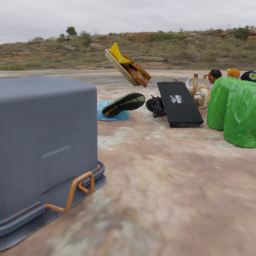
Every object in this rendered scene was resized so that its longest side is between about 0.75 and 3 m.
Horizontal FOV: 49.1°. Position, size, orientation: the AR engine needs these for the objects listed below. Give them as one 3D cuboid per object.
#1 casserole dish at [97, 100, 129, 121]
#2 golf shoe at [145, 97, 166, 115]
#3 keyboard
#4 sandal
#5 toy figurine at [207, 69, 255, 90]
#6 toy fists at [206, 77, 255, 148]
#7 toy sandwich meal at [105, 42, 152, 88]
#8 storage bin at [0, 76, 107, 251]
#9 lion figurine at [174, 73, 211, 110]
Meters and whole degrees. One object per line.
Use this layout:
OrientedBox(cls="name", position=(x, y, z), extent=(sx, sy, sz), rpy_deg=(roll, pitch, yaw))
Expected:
OrientedBox(cls="casserole dish", position=(-0.595, -0.663, 9.903), extent=(1.279, 0.410, 2.111), rpy_deg=(1, 14, -2))
OrientedBox(cls="golf shoe", position=(1.340, -0.771, 10.126), extent=(1.668, 0.648, 0.788), rpy_deg=(3, 3, -18))
OrientedBox(cls="keyboard", position=(1.439, -0.740, 9.259), extent=(1.462, 0.557, 2.809), rpy_deg=(0, 33, -2))
OrientedBox(cls="sandal", position=(-0.165, -0.785, 8.794), extent=(1.444, 0.573, 0.412), rpy_deg=(-18, 32, 11))
OrientedBox(cls="toy figurine", position=(4.073, -1.451, 10.264), extent=(2.211, 1.538, 2.176), rpy_deg=(-12, 25, -36))
OrientedBox(cls="toy fists", position=(2.854, -0.556, 7.313), extent=(0.976, 1.447, 2.838), rpy_deg=(2, 15, 0))
OrientedBox(cls="toy sandwich meal", position=(-0.007, -1.905, 8.521), extent=(0.572, 1.670, 1.670), rpy_deg=(-43, 11, 9))
OrientedBox(cls="storage bin", position=(-1.276, 0.202, 3.782), extent=(1.739, 1.604, 2.389), rpy_deg=(15, 19, 27))
OrientedBox(cls="lion figurine", position=(2.380, -1.305, 10.501), extent=(0.788, 1.332, 2.174), rpy_deg=(3, 0, -17))
